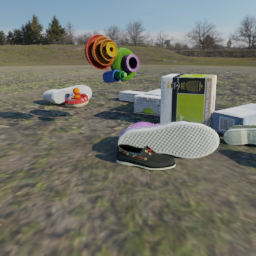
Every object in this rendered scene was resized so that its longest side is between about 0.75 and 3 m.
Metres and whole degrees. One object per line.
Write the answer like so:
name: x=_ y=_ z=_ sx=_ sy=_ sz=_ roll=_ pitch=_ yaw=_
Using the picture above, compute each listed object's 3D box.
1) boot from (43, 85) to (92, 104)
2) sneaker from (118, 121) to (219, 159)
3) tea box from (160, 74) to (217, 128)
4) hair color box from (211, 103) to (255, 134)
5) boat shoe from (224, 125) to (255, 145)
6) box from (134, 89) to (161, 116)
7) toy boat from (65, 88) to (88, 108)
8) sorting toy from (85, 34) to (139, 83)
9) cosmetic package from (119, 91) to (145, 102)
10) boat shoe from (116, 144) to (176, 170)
boot: x=-3.218 y=-1.828 z=14.846 sx=1.213 sy=0.934 sz=2.539 roll=14 pitch=18 yaw=41
sneaker: x=1.099 y=0.165 z=7.877 sx=2.643 sy=0.958 sz=1.507 roll=2 pitch=13 yaw=6
tea box: x=2.201 y=-0.996 z=10.216 sx=1.810 sy=1.840 sz=1.229 roll=7 pitch=17 yaw=23
hair color box: x=4.184 y=-0.304 z=9.832 sx=2.419 sy=0.733 sz=1.197 roll=-12 pitch=20 yaw=-34
boat shoe: x=3.771 y=0.206 z=8.211 sx=1.802 sy=0.644 sz=0.539 roll=2 pitch=21 yaw=22
box: x=1.512 y=-1.232 z=12.987 sx=1.517 sy=0.782 sz=2.601 roll=9 pitch=18 yaw=28
toy boat: x=-2.531 y=-1.551 z=13.873 sx=0.908 sy=0.910 sz=1.392 roll=4 pitch=17 yaw=15
sorting toy: x=-0.318 y=-2.193 z=9.212 sx=2.316 sy=1.392 sz=0.951 roll=11 pitch=-4 yaw=-43
cosmetic package: x=0.546 y=-1.637 z=14.910 sx=1.993 sy=0.505 sz=0.823 roll=13 pitch=20 yaw=38
boat shoe: x=0.418 y=0.696 z=6.857 sx=1.501 sy=0.470 sz=0.549 roll=7 pitch=17 yaw=19
